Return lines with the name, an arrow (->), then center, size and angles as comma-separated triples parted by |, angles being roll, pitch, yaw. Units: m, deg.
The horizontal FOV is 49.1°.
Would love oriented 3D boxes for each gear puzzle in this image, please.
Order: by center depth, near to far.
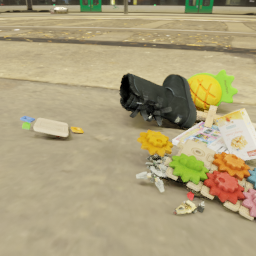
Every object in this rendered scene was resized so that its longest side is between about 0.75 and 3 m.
gear puzzle -> 1.568, 0.667, 5.418 | 2.977, 0.390, 1.542 | 26, 36, 17

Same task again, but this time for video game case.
video game case -> 2.121, 0.304, 7.212 | 1.362, 0.177, 1.496 | 21, 34, 39

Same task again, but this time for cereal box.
cereal box -> 2.451, 0.183, 6.176 | 0.216, 1.095, 0.788 | -21, -5, -27

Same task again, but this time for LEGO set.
LEGO set -> 0.837, 0.916, 5.412 | 1.112, 0.485, 1.712 | -8, 32, -42

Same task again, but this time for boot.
boot -> 0.773, -1.057, 8.144 | 2.077, 0.938, 2.535 | 17, 37, -18

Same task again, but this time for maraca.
maraca -> 2.484, -1.141, 8.712 | 1.790, 1.227, 0.957 | -11, 11, 43

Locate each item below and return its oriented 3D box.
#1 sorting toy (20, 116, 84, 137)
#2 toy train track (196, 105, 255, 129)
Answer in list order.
sorting toy -> -2.038, 0.029, 7.499 | 1.676, 0.228, 0.944 | 12, 15, -15
toy train track -> 2.691, -0.165, 7.931 | 1.694, 0.276, 0.972 | 14, 46, 19
